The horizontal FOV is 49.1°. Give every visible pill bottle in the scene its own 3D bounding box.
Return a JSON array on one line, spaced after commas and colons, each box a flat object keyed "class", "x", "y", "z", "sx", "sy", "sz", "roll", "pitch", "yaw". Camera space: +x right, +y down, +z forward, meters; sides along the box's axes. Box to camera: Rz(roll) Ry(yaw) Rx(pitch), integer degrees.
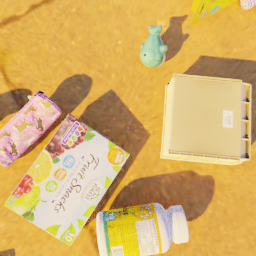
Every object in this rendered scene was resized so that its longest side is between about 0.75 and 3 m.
[{"class": "pill bottle", "x": 0.331, "y": 2.379, "z": 6.551, "sx": 2.000, "sy": 1.128, "sz": 1.128, "roll": -8, "pitch": 79, "yaw": -1}]

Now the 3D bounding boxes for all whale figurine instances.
[{"class": "whale figurine", "x": 0.635, "y": -2.156, "z": 7.430, "sx": 0.871, "sy": 0.568, "sz": 1.095, "roll": 22, "pitch": 119, "yaw": 39}]

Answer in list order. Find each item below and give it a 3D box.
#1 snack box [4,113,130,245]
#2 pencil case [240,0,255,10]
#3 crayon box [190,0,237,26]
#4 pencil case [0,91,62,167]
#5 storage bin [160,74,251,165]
[{"class": "snack box", "x": -1.415, "y": 1.208, "z": 6.862, "sx": 1.819, "sy": 0.678, "sz": 2.558, "roll": 34, "pitch": 81, "yaw": -8}, {"class": "pencil case", "x": 3.772, "y": -3.854, "z": 8.135, "sx": 1.051, "sy": 0.441, "sz": 0.449, "roll": -33, "pitch": 116, "yaw": -7}, {"class": "crayon box", "x": 2.603, "y": -3.835, "z": 7.658, "sx": 2.183, "sy": 1.386, "sz": 0.554, "roll": -31, "pitch": 80, "yaw": -7}, {"class": "pencil case", "x": -2.666, "y": 0.024, "z": 7.104, "sx": 0.902, "sy": 0.863, "sz": 2.086, "roll": 43, "pitch": 85, "yaw": -9}, {"class": "storage bin", "x": 1.970, "y": -0.195, "z": 7.164, "sx": 2.037, "sy": 0.962, "sz": 2.052, "roll": 6, "pitch": 78, "yaw": 0}]
